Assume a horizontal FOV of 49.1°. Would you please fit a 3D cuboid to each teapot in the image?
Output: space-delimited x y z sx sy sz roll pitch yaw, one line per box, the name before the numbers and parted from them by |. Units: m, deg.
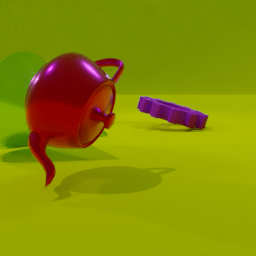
teapot | -0.559 -0.187 3.013 0.841 1.718 1.068 24 -28 15

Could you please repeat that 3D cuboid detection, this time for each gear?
gear | 1.231 -0.450 7.793 1.921 0.355 1.921 15 12 -3

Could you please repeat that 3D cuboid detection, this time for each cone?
cone | -1.036 -0.159 4.322 1.648 1.642 1.642 20 13 17
